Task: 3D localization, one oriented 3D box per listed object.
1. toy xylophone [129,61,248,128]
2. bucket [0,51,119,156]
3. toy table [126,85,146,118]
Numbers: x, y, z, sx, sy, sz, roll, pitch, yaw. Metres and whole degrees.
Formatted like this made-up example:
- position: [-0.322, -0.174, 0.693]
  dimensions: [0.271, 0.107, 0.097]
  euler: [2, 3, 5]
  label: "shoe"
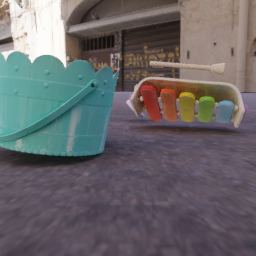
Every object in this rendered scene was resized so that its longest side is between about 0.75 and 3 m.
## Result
- position: [1.358, -0.737, 6.672]
  dimensions: [2.783, 0.699, 2.037]
  euler: [4, -22, 23]
  label: "toy xylophone"
- position: [-1.211, -0.368, 4.607]
  dimensions: [2.085, 1.357, 2.085]
  euler: [7, 3, 0]
  label: "bucket"
- position: [0.420, -0.767, 8.677]
  dimensions: [1.013, 0.646, 1.102]
  euler: [43, 6, -23]
  label: "toy table"
